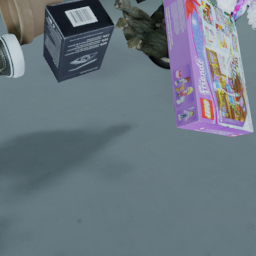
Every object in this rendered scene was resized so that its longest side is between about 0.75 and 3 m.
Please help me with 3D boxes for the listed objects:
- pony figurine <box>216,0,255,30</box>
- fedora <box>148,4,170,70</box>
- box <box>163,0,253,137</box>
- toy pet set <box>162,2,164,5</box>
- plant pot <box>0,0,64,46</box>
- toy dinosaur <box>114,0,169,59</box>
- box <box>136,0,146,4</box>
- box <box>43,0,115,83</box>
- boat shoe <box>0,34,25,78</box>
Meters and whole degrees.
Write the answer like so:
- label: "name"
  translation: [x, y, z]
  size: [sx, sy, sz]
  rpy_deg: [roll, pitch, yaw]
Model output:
- label: "pony figurine"
  translation: [3.457, -3.786, 8.719]
  size: [1.837, 2.206, 2.129]
  rpy_deg: [22, 73, -8]
- label: "fedora"
  translation: [1.362, -3.013, 8.607]
  size: [2.293, 2.293, 1.047]
  rpy_deg: [14, -5, 21]
- label: "box"
  translation: [1.395, -1.090, 4.840]
  size: [1.612, 2.356, 0.461]
  rpy_deg: [9, -18, -40]
- label: "toy pet set"
  translation: [1.266, -3.307, 7.726]
  size: [0.431, 0.811, 0.757]
  rpy_deg: [-1, 18, -15]
- label: "plant pot"
  translation: [-2.581, -3.254, 7.702]
  size: [1.441, 1.652, 1.652]
  rpy_deg: [-26, 40, -30]
- label: "toy dinosaur"
  translation: [0.389, -2.162, 6.385]
  size: [2.966, 1.142, 1.517]
  rpy_deg: [37, 8, 26]
- label: "box"
  translation: [0.718, -4.592, 8.462]
  size: [1.387, 0.796, 0.916]
  rpy_deg: [-14, 65, 22]
- label: "box"
  translation: [-1.376, -2.274, 7.423]
  size: [1.431, 1.934, 1.009]
  rpy_deg: [-25, 77, -28]
- label: "boat shoe"
  translation: [-3.340, -1.637, 6.933]
  size: [0.973, 0.989, 2.744]
  rpy_deg: [-21, 15, -33]
